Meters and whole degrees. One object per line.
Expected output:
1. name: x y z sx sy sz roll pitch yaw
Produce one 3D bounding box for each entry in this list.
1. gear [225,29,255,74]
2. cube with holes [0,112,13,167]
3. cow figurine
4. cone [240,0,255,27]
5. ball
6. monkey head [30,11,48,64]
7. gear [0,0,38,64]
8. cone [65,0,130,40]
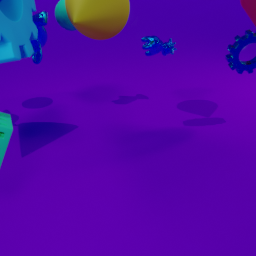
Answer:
1. gear: 3.231 -2.012 7.465 1.181 1.181 0.218 -2 40 -3
2. cube with holes: -2.147 0.141 4.001 0.722 0.722 0.722 17 11 -30
3. cow figurine: 1.008 -2.634 8.948 1.030 0.575 1.047 -8 -9 13
4. cone: 3.739 -3.094 7.739 1.278 1.278 1.283 7 73 13
5. ball: -1.698 -3.376 8.324 0.923 0.923 0.923 0 30 0
6. monkey head: -2.389 -2.522 7.277 1.121 0.939 1.558 -12 70 18
7. gear: -1.690 -1.792 3.404 0.357 1.931 1.931 -9 30 5
8. cone: -0.902 -2.515 6.147 1.620 1.620 1.626 5 34 9
